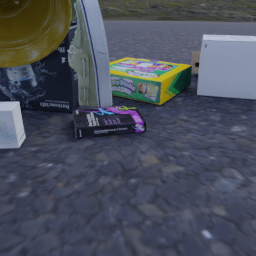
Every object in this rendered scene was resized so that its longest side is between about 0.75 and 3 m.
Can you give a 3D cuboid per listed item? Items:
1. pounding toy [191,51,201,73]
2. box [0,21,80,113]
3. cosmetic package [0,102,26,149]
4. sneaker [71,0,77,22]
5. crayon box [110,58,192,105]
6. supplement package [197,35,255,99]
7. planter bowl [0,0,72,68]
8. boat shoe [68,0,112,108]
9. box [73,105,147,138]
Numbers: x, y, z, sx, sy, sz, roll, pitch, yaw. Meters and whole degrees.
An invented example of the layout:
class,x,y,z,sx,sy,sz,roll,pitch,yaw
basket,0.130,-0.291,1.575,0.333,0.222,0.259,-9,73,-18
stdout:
class,x,y,z,sx,sy,sz,roll,pitch,yaw
pounding toy,3.556,-2.580,11.829,1.704,1.316,1.851,-3,14,-7
box,-2.618,-1.923,8.491,2.423,2.464,1.447,6,29,8
cosmetic package,-2.966,-0.065,6.411,0.950,0.953,0.586,-2,24,-3
sneaker,-1.614,-3.908,8.502,1.017,2.645,1.172,-42,6,-32
crayon box,0.480,-1.853,10.382,2.976,0.867,2.567,15,30,30
supplement package,3.753,-2.142,9.733,2.471,1.925,1.370,7,26,14
planter bowl,-2.894,-2.877,6.384,2.965,2.965,1.235,-11,59,-23
boat shoe,-0.644,-1.107,4.540,0.641,2.067,0.744,-9,44,-5
box,-0.535,-0.207,7.477,1.807,0.326,1.292,-7,26,-12
